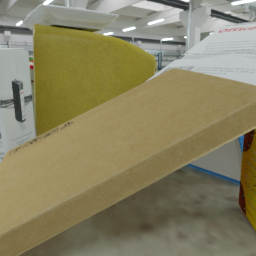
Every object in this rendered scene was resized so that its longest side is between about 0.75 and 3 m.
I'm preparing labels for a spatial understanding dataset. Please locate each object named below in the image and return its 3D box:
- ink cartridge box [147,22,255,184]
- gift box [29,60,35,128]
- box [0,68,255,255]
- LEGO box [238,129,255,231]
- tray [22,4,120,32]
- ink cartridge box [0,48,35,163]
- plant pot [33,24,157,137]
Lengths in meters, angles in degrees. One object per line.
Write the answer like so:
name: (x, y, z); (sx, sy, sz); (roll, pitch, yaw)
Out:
ink cartridge box: (1.722, -0.681, 4.770); (2.904, 1.247, 2.127); (-37, 30, -26)
gift box: (-2.563, -1.015, 7.705); (1.682, 1.702, 1.823); (11, 18, 38)
box: (-0.259, 0.130, 3.056); (2.720, 0.289, 2.223); (-27, 20, -3)
LEGO box: (2.103, 0.691, 1.750); (1.951, 1.011, 2.620); (1, 13, 4)
tray: (-1.388, -2.247, 6.115); (1.481, 0.306, 2.758); (-2, 14, -26)
ink cartridge box: (-2.257, -0.323, 4.393); (1.311, 1.817, 0.761); (3, 13, 13)
plant pot: (-0.596, -0.935, 6.255); (2.324, 2.257, 2.271); (2, 12, -2)
